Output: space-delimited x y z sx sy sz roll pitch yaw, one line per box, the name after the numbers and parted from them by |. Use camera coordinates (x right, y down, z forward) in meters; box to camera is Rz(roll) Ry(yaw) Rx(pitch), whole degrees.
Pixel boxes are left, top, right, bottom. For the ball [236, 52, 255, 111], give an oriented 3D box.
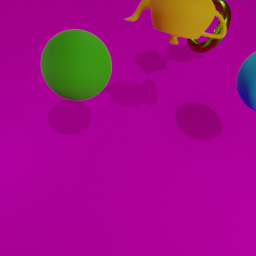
2.932 -0.954 5.676 1.373 1.373 1.373 0 52 0 | ball

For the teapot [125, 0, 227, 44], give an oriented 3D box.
0.917 -2.104 5.316 1.955 0.957 1.215 17 26 5 | teapot

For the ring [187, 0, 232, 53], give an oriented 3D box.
1.647 -2.104 5.803 0.226 1.132 1.132 15 45 -30 | ring

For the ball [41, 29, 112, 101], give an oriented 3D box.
-0.981 -1.192 5.382 1.330 1.330 1.330 0 52 0 | ball
